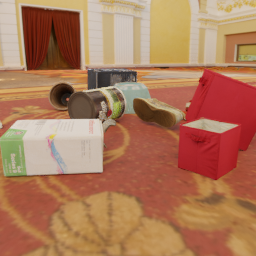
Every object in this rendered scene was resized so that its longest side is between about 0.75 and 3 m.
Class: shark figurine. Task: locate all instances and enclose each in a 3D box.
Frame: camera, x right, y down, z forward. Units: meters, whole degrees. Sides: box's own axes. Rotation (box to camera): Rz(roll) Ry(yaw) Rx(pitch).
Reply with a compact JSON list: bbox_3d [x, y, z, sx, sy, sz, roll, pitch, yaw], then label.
[{"bbox_3d":[-0.685,0.015,9.582,0.524,0.750,1.256,1,43,30],"label":"shark figurine"}]

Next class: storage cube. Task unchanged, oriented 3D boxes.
[{"bbox_3d":[2.182,0.500,7.598,1.204,1.266,1.409,15,22,42],"label":"storage cube"},{"bbox_3d":[3.287,-0.715,9.629,2.267,2.038,1.938,19,17,0],"label":"storage cube"}]

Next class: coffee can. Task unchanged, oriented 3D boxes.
[{"bbox_3d":[-1.307,-0.941,12.219,1.572,1.572,2.148,11,19,34],"label":"coffee can"}]

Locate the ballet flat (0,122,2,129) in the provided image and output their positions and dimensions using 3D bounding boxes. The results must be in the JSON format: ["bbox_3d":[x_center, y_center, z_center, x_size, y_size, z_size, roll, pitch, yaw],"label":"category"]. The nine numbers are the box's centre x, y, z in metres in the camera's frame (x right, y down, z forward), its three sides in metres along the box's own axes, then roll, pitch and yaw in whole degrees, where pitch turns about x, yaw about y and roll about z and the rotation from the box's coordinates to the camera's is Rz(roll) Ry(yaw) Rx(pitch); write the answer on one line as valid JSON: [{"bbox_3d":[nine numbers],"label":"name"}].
[{"bbox_3d":[-5.571,-0.215,11.964,0.356,0.356,1.025,-9,18,-30],"label":"ballet flat"}]

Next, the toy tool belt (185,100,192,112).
[{"bbox_3d":[4.297,-1.479,13.579,2.795,1.717,1.745,8,-8,24],"label":"toy tool belt"}]

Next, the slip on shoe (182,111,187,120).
[{"bbox_3d":[3.414,-0.638,12.894,2.168,0.663,0.803,7,18,29],"label":"slip on shoe"}]

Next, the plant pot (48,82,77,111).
[{"bbox_3d":[-3.491,-1.697,15.624,1.549,1.549,1.351,0,-1,1],"label":"plant pot"}]

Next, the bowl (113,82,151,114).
[{"bbox_3d":[0.075,-1.740,15.484,2.724,1.425,2.724,-1,16,0],"label":"bowl"}]

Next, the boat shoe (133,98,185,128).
[{"bbox_3d":[1.242,-0.710,12.161,0.838,0.980,2.675,-18,32,-35],"label":"boat shoe"}]

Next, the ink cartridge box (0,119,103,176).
[{"bbox_3d":[-1.995,0.474,7.954,2.570,1.124,1.867,-3,16,-7],"label":"ink cartridge box"}]

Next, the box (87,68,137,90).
[{"bbox_3d":[-1.127,-3.226,19.245,2.897,1.551,2.150,-7,19,-24],"label":"box"}]
